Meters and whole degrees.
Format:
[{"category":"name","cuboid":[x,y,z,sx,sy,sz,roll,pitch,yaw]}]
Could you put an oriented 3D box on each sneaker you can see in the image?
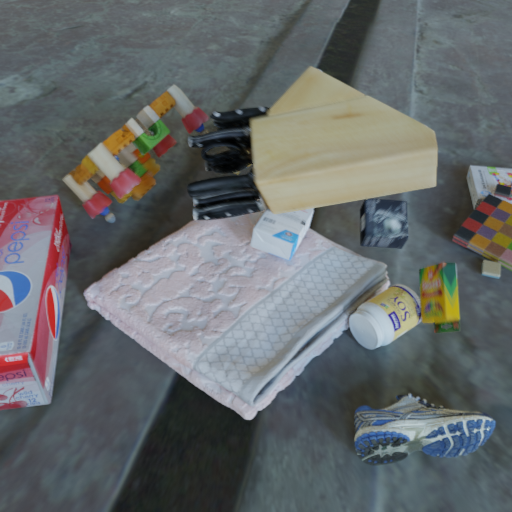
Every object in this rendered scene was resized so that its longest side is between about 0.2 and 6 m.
[{"category":"sneaker","cuboid":[2.264,2.240,7.679,1.949,0.751,0.830,-3,36,-4]}]

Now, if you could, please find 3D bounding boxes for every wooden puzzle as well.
[{"category":"wooden puzzle","cuboid":[4.989,-0.444,11.101,1.581,0.187,2.666,33,56,26]}]

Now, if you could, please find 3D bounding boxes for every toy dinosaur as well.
[{"category":"toy dinosaur","cuboid":[-0.436,-2.447,13.636,0.809,0.466,1.599,25,51,5]}]

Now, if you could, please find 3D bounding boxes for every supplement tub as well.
[{"category":"supplement tub","cuboid":[2.112,0.995,9.124,1.048,0.762,0.762,-27,47,-28]}]

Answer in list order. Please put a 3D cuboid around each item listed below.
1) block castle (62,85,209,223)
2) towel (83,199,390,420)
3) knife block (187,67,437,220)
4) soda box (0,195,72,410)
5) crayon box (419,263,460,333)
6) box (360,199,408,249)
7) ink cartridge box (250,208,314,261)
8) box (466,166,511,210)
[{"category":"block castle","cuboid":[-2.385,-2.038,11.556,1.930,1.355,2.888,-21,25,49]},{"category":"towel","cuboid":[-0.253,0.485,9.839,3.866,0.653,4.048,29,47,30]},{"category":"knife block","cuboid":[0.656,-1.372,9.418,3.697,1.183,3.246,37,83,26]},{"category":"soda box","cuboid":[-3.968,0.585,9.243,1.367,1.238,3.905,-7,41,-8]},{"category":"crayon box","cuboid":[2.851,0.666,8.729,0.264,0.659,1.039,3,78,-17]},{"category":"box","cuboid":[2.383,-0.601,10.484,0.791,0.499,0.805,4,66,-2]},{"category":"ink cartridge box","cuboid":[0.535,-0.597,10.300,0.792,0.463,1.366,22,45,12]},{"category":"box","cuboid":[5.687,-1.433,12.356,1.812,0.373,1.412,6,40,8]}]
